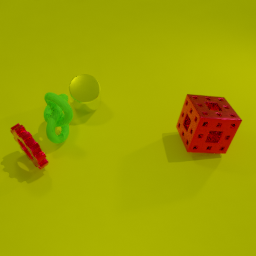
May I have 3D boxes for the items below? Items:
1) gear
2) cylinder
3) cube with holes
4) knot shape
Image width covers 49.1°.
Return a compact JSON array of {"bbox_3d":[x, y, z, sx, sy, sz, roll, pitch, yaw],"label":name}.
[{"bbox_3d":[-2.576,0.490,7.314,0.243,1.313,1.313,-38,55,-26],"label":"gear"},{"bbox_3d":[-1.357,-1.083,8.998,0.966,0.966,0.966,1,74,-5],"label":"cylinder"},{"bbox_3d":[2.197,-0.115,7.856,1.168,1.168,1.168,3,37,-12],"label":"cube with holes"},{"bbox_3d":[-2.014,-0.276,8.027,0.714,1.447,1.546,-3,4,-20],"label":"knot shape"}]
